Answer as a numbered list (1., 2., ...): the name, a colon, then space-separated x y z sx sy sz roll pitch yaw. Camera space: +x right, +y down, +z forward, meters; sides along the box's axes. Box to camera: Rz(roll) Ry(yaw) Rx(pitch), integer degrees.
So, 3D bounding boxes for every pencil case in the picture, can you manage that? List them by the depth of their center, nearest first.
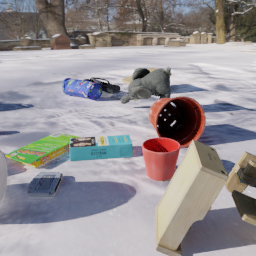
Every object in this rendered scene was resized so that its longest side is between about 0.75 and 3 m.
1. pencil case: -2.694 -2.221 16.039 2.587 1.009 1.123 15 44 35

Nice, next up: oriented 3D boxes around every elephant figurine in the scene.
1. elephant figurine: 0.736 -1.927 13.114 2.398 1.861 1.697 -5 20 2

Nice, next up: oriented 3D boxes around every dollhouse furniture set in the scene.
1. dollhouse furniture set: 2.147 1.723 5.346 2.776 1.844 2.433 23 21 -3

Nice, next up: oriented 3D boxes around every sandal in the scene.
1. sandal: -1.531 -2.609 16.341 2.896 0.620 1.101 19 30 38

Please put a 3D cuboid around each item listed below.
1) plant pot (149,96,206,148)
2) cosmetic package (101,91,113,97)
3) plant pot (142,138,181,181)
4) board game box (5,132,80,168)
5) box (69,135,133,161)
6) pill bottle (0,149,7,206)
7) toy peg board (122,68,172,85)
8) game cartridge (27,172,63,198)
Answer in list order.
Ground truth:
1. plant pot: 1.613 -0.352 10.204 1.796 1.796 1.747 -4 13 -10
2. cosmetic package: -1.541 -2.157 16.675 1.099 0.446 0.620 6 21 20
3. plant pot: 0.895 0.881 7.751 1.059 0.937 1.059 0 21 0
4. board game box: -2.702 0.683 9.187 1.117 0.351 2.338 11 20 28
5. box: -0.879 0.625 9.090 1.980 0.487 0.815 -3 21 -8
6. pill bottle: -4.270 1.157 6.091 2.740 1.567 1.567 0 20 -2
7. toy peg board: 1.248 -2.790 17.838 2.384 1.171 2.393 -24 26 -17
8. game cartridge: -2.163 1.464 7.261 0.713 0.222 1.070 -3 20 3
